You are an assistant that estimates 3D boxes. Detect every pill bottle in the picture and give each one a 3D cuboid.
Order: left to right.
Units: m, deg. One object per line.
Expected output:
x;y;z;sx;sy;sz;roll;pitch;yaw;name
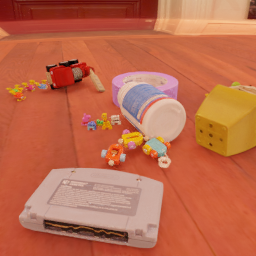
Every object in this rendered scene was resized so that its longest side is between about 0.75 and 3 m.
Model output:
0.661;-0.718;9.968;1.579;1.579;2.814;-11;30;-21;pill bottle

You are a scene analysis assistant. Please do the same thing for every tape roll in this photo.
0.765;-1.726;12.840;2.967;0.973;2.967;1;27;0;tape roll

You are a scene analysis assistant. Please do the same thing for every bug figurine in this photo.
-4.921;-1.870;13.652;1.495;0.496;1.927;16;35;40;bug figurine

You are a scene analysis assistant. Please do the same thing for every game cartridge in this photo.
-0.692;1.685;6.509;2.928;0.592;1.952;5;30;11;game cartridge

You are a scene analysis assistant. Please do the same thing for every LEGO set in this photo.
-1.012;-0.316;10.434;1.515;0.622;0.578;-2;28;-4;LEGO set

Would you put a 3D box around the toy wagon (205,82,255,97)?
4.768;-1.431;12.673;2.735;0.541;2.122;-10;28;-12;toy wagon

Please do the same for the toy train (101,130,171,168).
0.279;0.779;8.452;2.001;0.557;1.503;8;42;6;toy train

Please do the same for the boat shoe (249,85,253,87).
6.143;-1.929;13.970;0.303;0.295;0.800;2;27;4;boat shoe

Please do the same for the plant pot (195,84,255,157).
3.136;-0.131;9.034;1.557;1.765;1.765;-32;39;-28;plant pot

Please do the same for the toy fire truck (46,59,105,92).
-2.548;-2.543;14.187;2.518;1.620;2.216;9;26;39;toy fire truck
